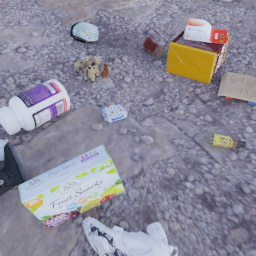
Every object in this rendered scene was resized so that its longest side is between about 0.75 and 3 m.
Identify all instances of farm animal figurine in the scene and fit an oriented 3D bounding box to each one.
[{"bbox_3d":[-1.878,-3.237,14.139,1.539,0.958,1.906,-24,48,-24],"label":"farm animal figurine"}]

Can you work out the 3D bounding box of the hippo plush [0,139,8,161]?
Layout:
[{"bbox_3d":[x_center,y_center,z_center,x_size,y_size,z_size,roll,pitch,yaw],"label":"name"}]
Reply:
[{"bbox_3d":[-4.868,0.785,9.974,1.061,1.051,1.319,8,48,-37],"label":"hippo plush"}]

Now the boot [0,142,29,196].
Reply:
[{"bbox_3d":[-4.245,1.454,8.754,1.809,1.491,0.594,-25,11,-24],"label":"boot"}]

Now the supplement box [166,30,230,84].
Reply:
[{"bbox_3d":[3.545,-3.765,14.268,2.324,1.564,2.356,21,47,22],"label":"supplement box"}]

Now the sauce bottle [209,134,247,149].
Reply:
[{"bbox_3d":[3.712,0.511,10.444,1.318,0.427,0.427,8,43,11],"label":"sauce bottle"}]

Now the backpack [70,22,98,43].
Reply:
[{"bbox_3d":[-2.542,-5.789,16.898,1.606,1.016,1.340,31,48,25],"label":"backpack"}]

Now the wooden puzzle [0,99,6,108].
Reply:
[{"bbox_3d":[-5.882,-0.913,12.131,1.078,0.250,0.998,-11,43,-12],"label":"wooden puzzle"}]

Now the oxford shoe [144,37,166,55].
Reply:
[{"bbox_3d":[1.509,-4.619,16.041,0.742,0.699,1.983,13,29,-32],"label":"oxford shoe"}]

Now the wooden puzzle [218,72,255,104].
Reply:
[{"bbox_3d":[5.389,-1.783,12.941,2.197,0.509,2.034,11,43,19],"label":"wooden puzzle"}]

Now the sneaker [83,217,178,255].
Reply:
[{"bbox_3d":[0.055,2.979,7.402,2.533,0.952,1.456,34,52,25],"label":"sneaker"}]

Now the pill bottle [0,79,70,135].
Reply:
[{"bbox_3d":[-3.743,-0.802,11.130,2.585,1.440,1.440,-34,52,-31],"label":"pill bottle"}]

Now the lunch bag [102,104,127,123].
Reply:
[{"bbox_3d":[-0.581,-0.597,11.699,1.017,0.384,0.815,-20,48,-22],"label":"lunch bag"}]

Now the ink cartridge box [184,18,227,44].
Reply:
[{"bbox_3d":[3.902,-4.832,13.900,2.049,0.514,1.662,9,44,13],"label":"ink cartridge box"}]

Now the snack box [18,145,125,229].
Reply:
[{"bbox_3d":[-1.454,1.674,7.773,2.444,1.738,0.647,-26,46,-8],"label":"snack box"}]
